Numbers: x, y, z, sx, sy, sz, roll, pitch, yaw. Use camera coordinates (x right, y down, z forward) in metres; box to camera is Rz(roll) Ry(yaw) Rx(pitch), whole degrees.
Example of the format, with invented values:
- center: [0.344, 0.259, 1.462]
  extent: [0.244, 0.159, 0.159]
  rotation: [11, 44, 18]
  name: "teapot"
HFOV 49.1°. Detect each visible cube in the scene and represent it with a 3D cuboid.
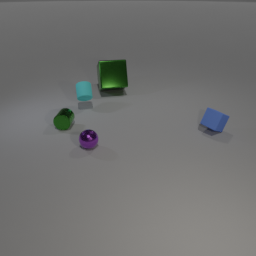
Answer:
- center: [-0.845, -2.747, 14.741]
  extent: [1.400, 1.400, 1.400]
  rotation: [-6, 4, -11]
  name: "cube"
- center: [3.408, -0.319, 10.994]
  extent: [0.700, 0.700, 0.700]
  rotation: [33, 15, 39]
  name: "cube"

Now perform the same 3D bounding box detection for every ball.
- center: [-1.405, 0.394, 10.006]
  extent: [0.700, 0.700, 0.700]
  rotation: [0, 28, 0]
  name: "ball"

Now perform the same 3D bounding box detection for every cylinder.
- center: [-2.000, -1.668, 12.762]
  extent: [0.700, 0.700, 0.700]
  rotation: [-8, -15, -2]
  name: "cylinder"
- center: [-2.608, -0.364, 11.443]
  extent: [0.700, 0.700, 0.700]
  rotation: [3, 28, 5]
  name: "cylinder"
